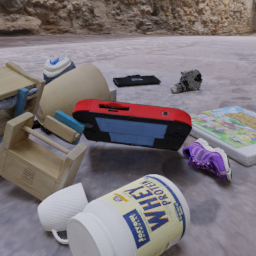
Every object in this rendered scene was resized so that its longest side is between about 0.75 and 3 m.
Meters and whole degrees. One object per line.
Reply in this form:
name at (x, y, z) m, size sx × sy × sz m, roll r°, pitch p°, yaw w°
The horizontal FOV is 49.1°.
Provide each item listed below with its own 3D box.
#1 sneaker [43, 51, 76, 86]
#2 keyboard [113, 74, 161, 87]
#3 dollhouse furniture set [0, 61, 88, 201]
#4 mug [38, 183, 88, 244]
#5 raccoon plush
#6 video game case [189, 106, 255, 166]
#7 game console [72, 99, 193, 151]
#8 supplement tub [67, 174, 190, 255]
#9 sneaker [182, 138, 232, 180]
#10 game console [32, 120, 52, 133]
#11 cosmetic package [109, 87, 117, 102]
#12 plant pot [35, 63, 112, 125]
sneaker at (-1.993, -2.059, 11.016) m, size 2.623 × 1.920 × 1.057 m, roll -11°, pitch 25°, yaw -26°
keyboard at (0.393, -2.370, 13.991) m, size 2.241 × 0.287 × 1.346 m, roll -6°, pitch 30°, yaw -17°
dollhouse furniture set at (-2.210, 0.278, 5.968) m, size 2.884 × 2.021 × 2.033 m, roll 29°, pitch 27°, yaw 6°
mug at (-0.975, 1.392, 4.438) m, size 0.758 × 0.638 × 0.864 m, roll -19°, pitch 54°, yaw -12°
raccoon plush at (2.450, -2.225, 12.905) m, size 1.951 × 0.944 × 1.307 m, roll -11°, pitch 17°, yaw -25°
video game case at (3.198, 0.046, 8.001) m, size 2.631 × 0.319 × 2.890 m, roll -11°, pitch 24°, yaw -25°
game console at (0.091, 0.054, 6.232) m, size 2.405 × 2.127 × 0.373 m, roll 7°, pitch 67°, yaw 4°
supplement tub at (0.021, 1.349, 3.854) m, size 1.456 × 1.056 × 1.056 m, roll -17°, pitch 28°, yaw -37°
sneaker at (1.704, 0.759, 6.162) m, size 0.658 × 0.636 × 1.577 m, roll -21°, pitch 17°, yaw -9°
game console at (-2.553, -0.038, 8.454) m, size 0.722 × 0.148 × 1.224 m, roll -17°, pitch 26°, yaw -35°
cosmetic package at (-1.109, -1.140, 10.581) m, size 0.723 × 0.610 × 1.353 m, roll 18°, pitch 26°, yaw 36°
plant pot at (-1.816, -0.835, 8.479) m, size 1.962 × 1.837 × 1.837 m, roll -23°, pitch 31°, yaw -30°
